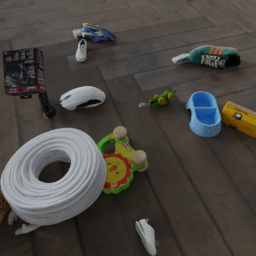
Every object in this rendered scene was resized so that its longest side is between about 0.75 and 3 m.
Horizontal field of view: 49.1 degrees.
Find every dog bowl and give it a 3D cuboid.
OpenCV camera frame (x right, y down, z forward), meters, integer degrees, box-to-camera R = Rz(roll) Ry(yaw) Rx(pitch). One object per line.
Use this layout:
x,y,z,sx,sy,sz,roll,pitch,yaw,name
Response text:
2.738,-0.571,10.067,1.084,0.482,1.946,0,48,0,dog bowl

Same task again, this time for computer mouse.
-2.078,-1.148,10.523,2.473,0.542,1.356,-14,49,-12,computer mouse

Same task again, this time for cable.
-2.076,1.254,7.926,2.876,0.996,2.876,-15,47,-1,cable

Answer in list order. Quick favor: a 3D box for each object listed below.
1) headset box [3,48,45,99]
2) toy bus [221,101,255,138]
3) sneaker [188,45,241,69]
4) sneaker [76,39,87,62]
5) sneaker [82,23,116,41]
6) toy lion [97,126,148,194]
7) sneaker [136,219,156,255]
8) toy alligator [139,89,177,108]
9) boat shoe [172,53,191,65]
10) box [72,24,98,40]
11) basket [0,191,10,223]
-3.070,-1.569,8.306,1.049,0.544,1.410,-5,89,8,headset box
4.144,-0.213,9.687,1.817,0.591,0.711,29,54,23,toy bus
3.744,-2.988,11.955,2.229,0.796,0.891,-4,45,-5,sneaker
-2.117,-3.516,12.630,0.487,0.472,1.333,-2,49,-2,sneaker
-1.396,-4.451,13.415,1.683,0.692,0.622,16,20,-9,sneaker
-0.423,1.047,8.663,1.774,0.635,1.850,-29,54,-14,toy lion
0.540,2.797,7.240,0.383,0.364,0.952,-11,51,-22,sneaker
1.158,-1.001,10.532,1.598,0.384,0.530,-23,25,-9,toy alligator
2.486,-3.114,12.316,1.151,0.423,0.376,-17,50,-19,boat shoe
-2.041,-4.752,13.871,1.289,0.224,0.709,-18,51,-15,box
-3.907,2.235,7.267,0.977,1.020,1.369,11,51,9,basket
